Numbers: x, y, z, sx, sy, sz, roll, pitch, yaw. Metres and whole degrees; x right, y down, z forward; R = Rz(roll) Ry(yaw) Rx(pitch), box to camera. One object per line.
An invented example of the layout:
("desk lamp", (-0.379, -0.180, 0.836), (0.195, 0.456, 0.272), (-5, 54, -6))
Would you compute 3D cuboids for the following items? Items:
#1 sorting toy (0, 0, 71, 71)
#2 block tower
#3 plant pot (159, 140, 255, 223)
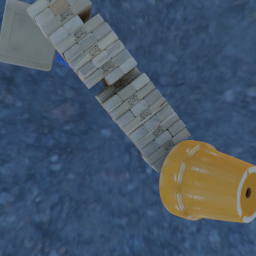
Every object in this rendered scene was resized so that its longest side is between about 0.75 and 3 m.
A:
("sorting toy", (-1.911, -1.768, 5.410), (2.028, 0.276, 1.142), (5, 112, -37))
("block tower", (-0.204, -0.725, 4.333), (0.843, 0.788, 2.917), (-38, 100, -3))
("plant pot", (1.161, 0.767, 3.739), (1.107, 1.013, 1.107), (-5, 98, -40))
